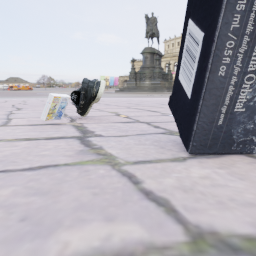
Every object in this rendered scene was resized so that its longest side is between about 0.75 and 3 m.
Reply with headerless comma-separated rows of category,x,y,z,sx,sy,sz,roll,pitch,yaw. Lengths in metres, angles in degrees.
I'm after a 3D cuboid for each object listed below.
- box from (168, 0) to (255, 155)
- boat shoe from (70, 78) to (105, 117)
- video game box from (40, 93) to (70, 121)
box,2.404,-1.135,4.698,2.876,2.828,1.689,-1,37,-6
boat shoe,-1.724,-1.169,10.691,0.929,1.047,2.802,17,-15,-19
video game box,-2.308,-0.668,8.993,0.222,0.863,0.947,26,13,17
